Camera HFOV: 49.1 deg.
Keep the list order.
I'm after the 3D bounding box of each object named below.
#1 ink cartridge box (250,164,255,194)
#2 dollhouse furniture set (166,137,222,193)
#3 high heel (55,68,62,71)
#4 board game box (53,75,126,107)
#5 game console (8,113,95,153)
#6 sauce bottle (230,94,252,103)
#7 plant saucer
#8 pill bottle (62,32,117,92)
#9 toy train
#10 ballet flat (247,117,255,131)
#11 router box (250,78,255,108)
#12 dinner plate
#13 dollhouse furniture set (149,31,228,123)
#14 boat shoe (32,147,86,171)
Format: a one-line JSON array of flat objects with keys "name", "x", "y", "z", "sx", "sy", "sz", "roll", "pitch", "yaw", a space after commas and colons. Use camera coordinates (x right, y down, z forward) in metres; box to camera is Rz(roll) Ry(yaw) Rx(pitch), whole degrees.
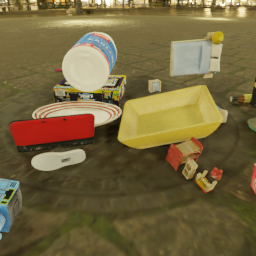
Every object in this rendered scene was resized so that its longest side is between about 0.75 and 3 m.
[{"name": "ink cartridge box", "x": 3.427, "y": 1.449, "z": 5.729, "sx": 1.191, "sy": 0.685, "sz": 1.641, "roll": 1, "pitch": 27, "yaw": 1}, {"name": "dollhouse furniture set", "x": 1.707, "y": 0.962, "z": 7.000, "sx": 0.791, "sy": 0.598, "sz": 1.471, "roll": -15, "pitch": 48, "yaw": -28}, {"name": "high heel", "x": -3.685, "y": -3.364, "z": 15.550, "sx": 0.754, "sy": 0.362, "sz": 0.254, "roll": -8, "pitch": 28, "yaw": -15}, {"name": "board game box", "x": -1.503, "y": -1.639, "z": 11.760, "sx": 2.617, "sy": 0.742, "sz": 2.163, "roll": 4, "pitch": 25, "yaw": 7}, {"name": "game console", "x": -2.133, "y": -0.111, "z": 8.138, "sx": 2.176, "sy": 1.292, "sz": 1.876, "roll": -6, "pitch": 28, "yaw": -13}, {"name": "sauce bottle", "x": 4.667, "y": -1.196, "z": 11.303, "sx": 1.061, "sy": 0.350, "sz": 0.350, "roll": 0, "pitch": 27, "yaw": -6}, {"name": "plant saucer", "x": 1.243, "y": -0.301, "z": 8.656, "sx": 2.825, "sy": 0.684, "sz": 2.825, "roll": -12, "pitch": 26, "yaw": 11}, {"name": "pill bottle", "x": -1.205, "y": -2.481, "z": 9.840, "sx": 1.523, "sy": 1.523, "sz": 2.713, "roll": 2, "pitch": 33, "yaw": 5}, {"name": "toy train", "x": -2.780, "y": 1.729, "z": 5.005, "sx": 1.206, "sy": 0.915, "sz": 2.110, "roll": 6, "pitch": 27, "yaw": -1}, {"name": "ballet flat", "x": 4.866, "y": 0.013, "z": 8.306, "sx": 0.969, "sy": 0.916, "sz": 2.875, "roll": -12, "pitch": 29, "yaw": -23}, {"name": "router box", "x": 5.232, "y": -1.232, "z": 9.956, "sx": 0.544, "sy": 1.638, "sz": 2.083, "roll": -3, "pitch": 28, "yaw": -6}, {"name": "dinner plate", "x": -1.682, "y": -0.430, "z": 9.491, "sx": 2.950, "sy": 0.358, "sz": 2.950, "roll": 2, "pitch": 19, "yaw": -1}, {"name": "dollhouse furniture set", "x": 2.117, "y": -1.752, "z": 9.638, "sx": 2.702, "sy": 2.862, "sz": 1.868, "roll": -7, "pitch": 27, "yaw": -13}, {"name": "boat shoe", "x": -1.819, "y": 0.784, "z": 7.357, "sx": 1.389, "sy": 0.477, "sz": 0.393, "roll": -6, "pitch": 21, "yaw": -25}]
